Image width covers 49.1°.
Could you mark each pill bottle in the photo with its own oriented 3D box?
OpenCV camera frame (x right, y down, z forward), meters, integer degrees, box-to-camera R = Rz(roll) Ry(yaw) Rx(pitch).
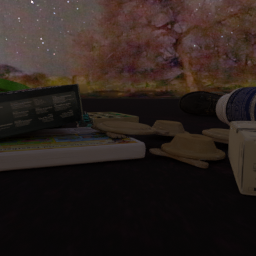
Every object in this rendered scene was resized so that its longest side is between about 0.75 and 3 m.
[{"bbox_3d":[2.925,-0.418,6.500,1.092,1.092,1.965,-2,6,-14],"label":"pill bottle"}]

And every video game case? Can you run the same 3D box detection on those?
[{"bbox_3d":[-1.146,0.261,4.569,2.268,0.260,2.064,-3,8,-19],"label":"video game case"}]

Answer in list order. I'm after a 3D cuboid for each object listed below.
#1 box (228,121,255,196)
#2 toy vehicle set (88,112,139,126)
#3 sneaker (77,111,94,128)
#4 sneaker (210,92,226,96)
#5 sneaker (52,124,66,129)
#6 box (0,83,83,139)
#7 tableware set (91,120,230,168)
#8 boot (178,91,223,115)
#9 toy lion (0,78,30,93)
[{"bbox_3d":[1.583,0.271,3.283,0.684,0.569,1.664,2,7,14],"label":"box"},{"bbox_3d":[-0.750,-0.269,8.680,1.357,0.290,2.184,-3,8,-24],"label":"toy vehicle set"},{"bbox_3d":[-1.165,-0.204,7.435,0.400,0.471,1.032,-3,9,-24],"label":"sneaker"},{"bbox_3d":[4.576,-1.067,12.649,2.799,0.999,1.119,7,5,4],"label":"sneaker"},{"bbox_3d":[-2.107,-0.213,7.282,0.844,0.564,1.474,-6,6,-31],"label":"sneaker"},{"bbox_3d":[-2.475,-0.218,4.740,2.800,0.644,2.226,-15,13,-29],"label":"box"},{"bbox_3d":[0.941,0.158,5.076,2.389,0.332,2.860,13,11,42],"label":"tableware set"},{"bbox_3d":[3.589,-0.903,10.821,2.972,1.029,2.587,2,8,2],"label":"boot"},{"bbox_3d":[-4.627,-1.302,11.863,2.835,1.015,2.957,11,-13,-14],"label":"toy lion"}]
